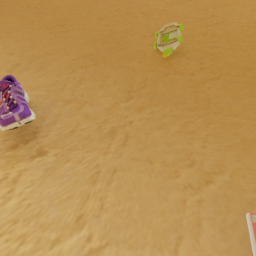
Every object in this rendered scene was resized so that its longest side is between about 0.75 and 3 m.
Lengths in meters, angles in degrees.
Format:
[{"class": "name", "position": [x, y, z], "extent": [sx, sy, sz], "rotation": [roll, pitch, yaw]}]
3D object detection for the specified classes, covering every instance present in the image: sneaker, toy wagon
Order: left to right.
[{"class": "sneaker", "position": [-2.900, -0.667, 6.867], "extent": [0.860, 0.890, 2.134], "rotation": [-23, 38, -14]}, {"class": "toy wagon", "position": [1.403, -3.010, 9.709], "extent": [1.048, 0.267, 1.350], "rotation": [-5, 70, 37]}]

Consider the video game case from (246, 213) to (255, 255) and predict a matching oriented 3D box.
[{"class": "video game case", "position": [2.699, 1.848, 4.374], "extent": [1.440, 0.126, 1.029], "rotation": [-3, 58, 8]}]
